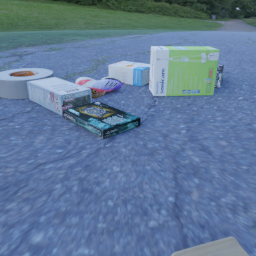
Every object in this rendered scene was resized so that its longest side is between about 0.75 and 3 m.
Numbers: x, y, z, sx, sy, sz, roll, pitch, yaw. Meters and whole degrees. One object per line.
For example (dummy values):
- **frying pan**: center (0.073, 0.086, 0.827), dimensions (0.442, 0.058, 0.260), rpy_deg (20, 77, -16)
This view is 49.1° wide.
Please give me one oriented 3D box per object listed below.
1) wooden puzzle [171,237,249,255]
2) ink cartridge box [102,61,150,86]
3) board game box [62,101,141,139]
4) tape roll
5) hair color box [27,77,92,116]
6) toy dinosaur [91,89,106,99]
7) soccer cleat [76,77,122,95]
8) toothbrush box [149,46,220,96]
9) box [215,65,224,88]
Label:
- **wooden puzzle**: center (1.206, 1.943, 3.434), dimensions (1.864, 0.218, 1.257), rpy_deg (-5, 28, -10)
- **ink cartridge box**: center (-0.003, -2.660, 13.381), dimensions (2.341, 0.794, 1.348), rpy_deg (14, 27, 30)
- **board game box**: center (-0.852, -0.311, 8.536), dimensions (1.430, 0.298, 2.114), rpy_deg (-19, 30, -38)
- **tape roll**: center (-4.258, -1.893, 11.629), dimensions (2.327, 0.769, 2.327), rpy_deg (0, 24, 0)
- **hair color box**: center (-2.493, -1.199, 10.037), dimensions (1.215, 0.744, 2.454), rpy_deg (-20, 29, -38)
- **toy dinosaur**: center (-1.235, -1.136, 10.036), dimensions (0.934, 0.496, 0.282), rpy_deg (-13, 67, 6)
- **soccer cleat**: center (-1.108, -1.610, 11.306), dimensions (1.993, 0.680, 0.729), rpy_deg (-1, 61, -29)
- **toothbrush box**: center (2.180, -2.294, 11.235), dimensions (2.493, 1.815, 1.073), rpy_deg (-3, 23, -6)
- **box**: center (3.126, -2.598, 13.370), dimensions (2.711, 0.675, 2.138), rpy_deg (8, 24, 18)
